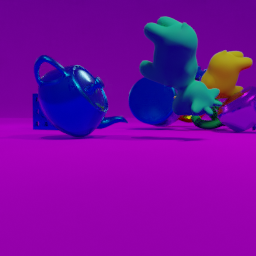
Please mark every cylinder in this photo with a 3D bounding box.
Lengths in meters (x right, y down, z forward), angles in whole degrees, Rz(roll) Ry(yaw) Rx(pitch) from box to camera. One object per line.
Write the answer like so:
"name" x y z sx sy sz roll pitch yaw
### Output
"cylinder" 0.757 -0.663 7.346 1.213 1.213 1.213 1 -3 18

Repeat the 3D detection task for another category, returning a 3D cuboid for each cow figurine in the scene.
"cow figurine" 1.823 -0.985 6.194 1.471 1.495 0.820 -5 37 -13
"cow figurine" 0.729 -0.751 3.666 1.178 1.197 0.657 33 51 26

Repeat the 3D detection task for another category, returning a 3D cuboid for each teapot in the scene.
"teapot" 2.384 -0.313 5.752 1.032 0.812 1.659 -36 2 -10
"teapot" -0.703 -0.427 4.228 0.874 1.109 1.784 -31 -47 19

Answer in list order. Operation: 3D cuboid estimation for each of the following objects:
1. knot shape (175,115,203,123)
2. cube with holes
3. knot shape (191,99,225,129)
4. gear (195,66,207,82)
"knot shape" 1.594 -0.677 9.404 1.739 1.627 0.803 37 -12 29
"cube with holes" -1.798 -0.421 7.252 0.909 0.909 0.909 1 2 27
"knot shape" 2.318 -0.544 7.269 1.380 1.474 0.681 6 -33 -18
"gear" 1.998 -1.379 9.050 1.513 1.513 0.280 1 -36 22
